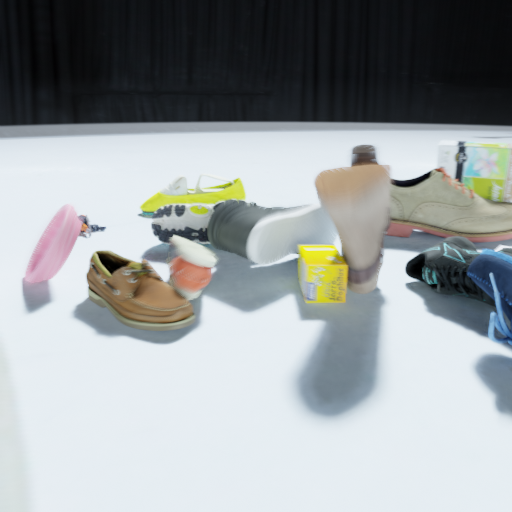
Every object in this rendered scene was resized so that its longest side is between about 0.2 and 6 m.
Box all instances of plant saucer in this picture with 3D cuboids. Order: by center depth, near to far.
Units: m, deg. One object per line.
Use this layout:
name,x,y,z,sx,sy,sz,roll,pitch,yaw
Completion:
plant saucer,-3.283,-0.164,9.148,0.356,1.403,1.403,31,2,-27

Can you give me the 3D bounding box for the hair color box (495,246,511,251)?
hair color box,4.261,0.160,9.410,0.629,0.373,1.151,12,22,36

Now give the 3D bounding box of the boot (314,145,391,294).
boot,1.518,-0.380,8.270,0.986,2.053,2.808,4,26,20

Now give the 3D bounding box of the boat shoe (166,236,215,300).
boat shoe,-1.056,0.154,8.816,0.762,0.670,2.140,20,5,-12

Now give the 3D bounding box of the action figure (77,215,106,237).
action figure,-3.683,-0.686,12.124,0.829,0.434,0.802,-3,26,-12

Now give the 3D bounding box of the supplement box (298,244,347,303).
supplement box,1.003,0.253,8.675,0.611,0.607,1.115,-1,17,-1

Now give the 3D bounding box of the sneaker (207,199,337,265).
sneaker,0.334,-0.569,10.107,1.466,1.045,2.956,20,19,34

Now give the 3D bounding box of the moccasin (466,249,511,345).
moccasin,3.070,0.802,5.859,1.168,0.990,2.904,28,12,-21

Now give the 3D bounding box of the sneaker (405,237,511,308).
sneaker,3.100,0.348,8.204,1.004,0.955,2.533,-13,11,-8

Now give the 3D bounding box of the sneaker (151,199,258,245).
sneaker,-0.735,-0.625,11.063,2.622,1.016,1.044,7,3,11

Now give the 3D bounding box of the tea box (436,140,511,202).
tea box,5.130,-1.752,13.221,1.754,1.783,1.192,6,18,19

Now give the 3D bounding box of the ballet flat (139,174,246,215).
ballet flat,-1.594,-1.615,14.235,2.750,0.922,0.919,-5,22,-15

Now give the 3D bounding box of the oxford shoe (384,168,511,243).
oxford shoe,4.087,-1.114,11.760,3.786,1.416,1.334,3,17,9

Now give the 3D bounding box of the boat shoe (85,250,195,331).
boat shoe,-1.724,0.441,7.832,2.163,0.735,0.778,14,21,37
